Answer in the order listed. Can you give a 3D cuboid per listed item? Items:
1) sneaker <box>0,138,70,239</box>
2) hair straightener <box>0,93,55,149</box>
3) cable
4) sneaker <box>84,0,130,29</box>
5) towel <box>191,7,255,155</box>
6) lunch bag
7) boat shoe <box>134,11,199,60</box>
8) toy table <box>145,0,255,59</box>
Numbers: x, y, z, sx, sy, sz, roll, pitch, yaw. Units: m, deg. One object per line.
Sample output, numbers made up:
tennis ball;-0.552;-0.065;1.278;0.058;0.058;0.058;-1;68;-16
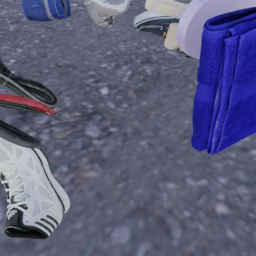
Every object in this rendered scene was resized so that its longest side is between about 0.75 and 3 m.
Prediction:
sneaker;-1.560;0.890;4.115;0.674;1.786;1.028;-26;19;18
hair straightener;-1.901;-0.068;3.308;2.228;0.456;0.857;13;84;23
cable;-2.640;-1.274;5.802;2.859;0.719;1.388;36;22;-21
sneaker;-0.579;-3.686;8.738;1.044;1.146;2.795;-23;31;-10
towel;2.079;-0.718;4.711;2.010;2.722;0.674;-21;50;-10
lunch bag;-2.485;-4.307;8.569;1.283;1.940;1.318;-3;19;9
boat shoe;1.373;-2.651;8.010;2.760;1.253;0.977;8;6;29
toy table;1.603;-2.555;6.186;2.402;2.208;1.406;-8;43;-43
